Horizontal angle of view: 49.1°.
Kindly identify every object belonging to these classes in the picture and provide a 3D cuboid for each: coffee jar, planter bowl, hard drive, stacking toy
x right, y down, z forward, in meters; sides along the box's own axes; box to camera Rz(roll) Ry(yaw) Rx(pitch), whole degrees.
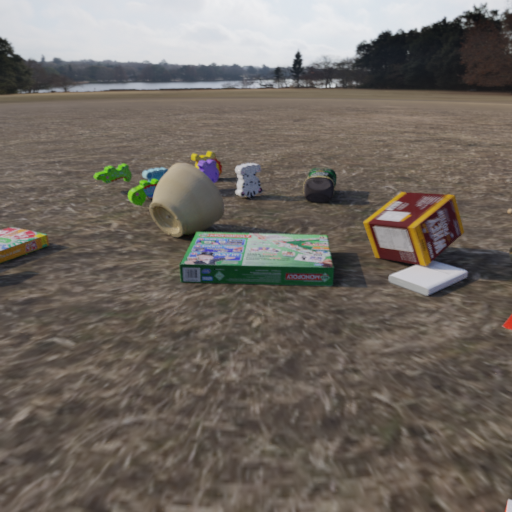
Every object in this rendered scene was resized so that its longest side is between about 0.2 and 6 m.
[{"bbox_3d":[1.761,-1.952,15.407,0.837,0.685,1.605,3,21,9],"label":"coffee jar"},{"bbox_3d":[-1.616,-1.061,12.091,1.562,1.562,1.051,15,49,36],"label":"planter bowl"},{"bbox_3d":[3.025,0.369,9.835,1.208,0.161,0.797,-16,25,-37],"label":"hard drive"},{"bbox_3d":[-2.149,-2.097,15.697,3.972,0.933,2.995,-14,23,-28],"label":"stacking toy"}]

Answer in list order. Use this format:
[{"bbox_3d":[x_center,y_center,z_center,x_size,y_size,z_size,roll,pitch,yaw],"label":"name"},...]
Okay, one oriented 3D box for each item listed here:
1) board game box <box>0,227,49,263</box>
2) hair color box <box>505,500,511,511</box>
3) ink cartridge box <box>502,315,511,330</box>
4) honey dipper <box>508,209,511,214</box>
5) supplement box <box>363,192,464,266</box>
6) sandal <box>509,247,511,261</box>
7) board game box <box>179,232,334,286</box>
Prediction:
[{"bbox_3d":[-5.320,-0.062,10.845,1.110,0.348,2.324,11,26,28],"label":"board game box"},{"bbox_3d":[2.103,2.355,4.187,0.554,0.319,0.999,11,21,26],"label":"hair color box"},{"bbox_3d":[4.219,0.950,8.138,0.994,0.249,0.806,18,26,34],"label":"ink cartridge box"},{"bbox_3d":[6.784,-1.065,13.749,1.116,0.212,0.212,2,20,15],"label":"honey dipper"},{"bbox_3d":[2.969,-0.542,10.564,1.220,0.821,1.237,-36,26,-25],"label":"supplement box"},{"bbox_3d":[5.027,0.301,9.373,1.117,0.751,2.781,7,6,3],"label":"sandal"},{"bbox_3d":[0.056,0.022,10.447,2.656,0.387,1.787,1,20,4],"label":"board game box"}]
